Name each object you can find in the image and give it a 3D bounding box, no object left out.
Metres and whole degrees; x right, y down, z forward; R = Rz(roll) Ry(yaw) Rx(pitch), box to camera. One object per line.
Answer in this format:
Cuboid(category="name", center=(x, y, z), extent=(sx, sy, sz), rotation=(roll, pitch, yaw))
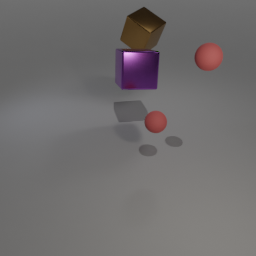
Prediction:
Cuboid(category="ball", center=(2.053, -1.811, 7.138), extent=(0.700, 0.700, 0.700), rotation=(0, 30, 0))
Cuboid(category="ball", center=(0.861, -0.187, 8.699), extent=(0.700, 0.700, 0.700), rotation=(0, 30, 0))
Cuboid(category="cube", center=(0.702, -4.608, 13.354), extent=(1.400, 1.400, 1.400), rotation=(39, 54, 10))
Cuboid(category="cube", center=(0.309, -2.300, 10.836), extent=(1.400, 1.400, 1.400), rotation=(-2, 20, -12))
